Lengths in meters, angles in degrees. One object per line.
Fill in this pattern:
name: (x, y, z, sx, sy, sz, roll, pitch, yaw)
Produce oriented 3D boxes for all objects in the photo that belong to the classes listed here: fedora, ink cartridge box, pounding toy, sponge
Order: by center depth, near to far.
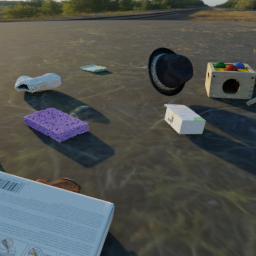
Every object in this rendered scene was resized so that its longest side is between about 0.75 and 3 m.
ink cartridge box: (-1.507, 1.590, 3.935, 2.209, 0.494, 1.946, 14, 32, 7)
sponge: (-2.145, -0.143, 8.268, 1.835, 0.274, 1.024, 21, 33, 38)
ink cartridge box: (1.602, -0.280, 8.276, 0.763, 0.438, 1.302, 1, 24, -18)
fedora: (1.672, -2.096, 10.079, 2.008, 2.008, 0.917, -22, 10, -39)
pounding toy: (4.396, -1.780, 10.655, 2.561, 1.172, 2.250, 4, 25, 9)

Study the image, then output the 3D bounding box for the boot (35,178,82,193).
boot: (-1.541, 1.349, 4.986, 1.103, 0.380, 1.183, -5, 19, 20)

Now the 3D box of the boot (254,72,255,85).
boot: (5.667, -2.279, 12.140, 2.188, 0.826, 0.806, 19, 33, 36)

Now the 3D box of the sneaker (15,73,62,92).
sneaker: (-3.610, -1.729, 11.287, 1.907, 0.671, 0.764, -6, 32, 3)

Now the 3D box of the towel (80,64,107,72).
towel: (-1.815, -3.150, 14.747, 0.923, 0.142, 1.210, -22, 33, -37)
